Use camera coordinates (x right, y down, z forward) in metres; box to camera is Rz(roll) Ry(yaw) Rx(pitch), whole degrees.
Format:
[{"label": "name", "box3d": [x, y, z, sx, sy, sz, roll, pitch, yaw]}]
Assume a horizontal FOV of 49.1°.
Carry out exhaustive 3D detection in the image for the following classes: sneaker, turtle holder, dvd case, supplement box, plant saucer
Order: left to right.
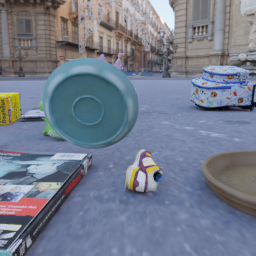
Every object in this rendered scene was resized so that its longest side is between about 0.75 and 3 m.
[{"label": "dvd case", "box3d": [-1.879, 0.858, 3.968, 2.126, 0.321, 2.913, 1, 13, 6]}, {"label": "supplement box", "box3d": [-4.452, -0.720, 9.901, 0.944, 0.939, 1.725, -2, 12, -6]}, {"label": "dvd case", "box3d": [-2.977, -0.606, 11.158, 1.960, 0.211, 2.636, -1, 12, -8]}, {"label": "turtle holder", "box3d": [-1.796, -0.372, 7.680, 1.109, 1.187, 1.562, -2, 11, -10]}, {"label": "plant saucer", "box3d": [-0.687, -0.340, 4.971, 1.756, 1.756, 0.241, 1, 27, 3]}, {"label": "sneaker", "box3d": [0.327, 0.711, 4.552, 0.528, 0.440, 1.173, 12, 20, 13]}, {"label": "plant saucer", "box3d": [2.306, 0.804, 4.140, 2.387, 0.352, 2.387, 0, 13, 0]}]

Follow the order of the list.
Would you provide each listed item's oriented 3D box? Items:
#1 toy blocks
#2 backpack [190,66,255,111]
[{"label": "toy blocks", "box3d": [-1.303, -1.912, 11.252, 2.418, 2.178, 2.587, -12, 30, -33]}, {"label": "backpack", "box3d": [4.196, -1.789, 12.834, 2.548, 2.061, 2.675, -12, 17, -8]}]
